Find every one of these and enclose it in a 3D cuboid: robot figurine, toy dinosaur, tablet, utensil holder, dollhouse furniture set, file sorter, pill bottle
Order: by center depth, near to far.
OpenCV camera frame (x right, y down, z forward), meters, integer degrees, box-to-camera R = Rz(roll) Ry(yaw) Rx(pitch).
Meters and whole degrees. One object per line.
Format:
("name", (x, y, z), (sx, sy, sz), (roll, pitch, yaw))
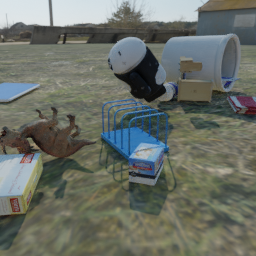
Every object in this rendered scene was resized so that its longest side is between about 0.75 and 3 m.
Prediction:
("toy dinosaur", (-1.733, 0.287, 6.187), (1.910, 1.294, 0.820), (23, -20, -10))
("file sorter", (0.127, -0.054, 6.907), (1.103, 0.975, 1.589), (-10, 22, -26))
("robot figurine", (0.351, -1.976, 9.757), (1.807, 2.405, 1.501), (18, 68, 52))
("pill bottle", (1.549, -1.421, 11.071), (0.654, 0.654, 1.093), (12, 23, 29))
("dollhouse furniture set", (2.677, -2.156, 11.346), (1.273, 1.842, 1.951), (3, 32, 7))
("tablet", (-5.266, -1.567, 12.129), (1.900, 0.199, 2.921), (3, 21, 7))
("utensil holder", (3.347, -3.024, 12.936), (2.888, 2.454, 2.454), (13, 24, 37))

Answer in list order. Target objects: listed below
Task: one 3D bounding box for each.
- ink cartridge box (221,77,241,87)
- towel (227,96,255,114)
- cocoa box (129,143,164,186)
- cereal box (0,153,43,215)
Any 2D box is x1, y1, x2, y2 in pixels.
("ink cartridge box", (3.995, -2.133, 12.682), (1.876, 0.348, 0.888), (11, 23, 38))
("towel", (5.084, -0.858, 10.076), (2.648, 0.301, 1.907), (3, 20, 9))
("cocoa box", (0.375, 0.687, 5.539), (0.525, 0.516, 0.787), (7, 21, 18))
("cereal box", (-2.704, 0.970, 4.905), (2.122, 0.419, 1.527), (-2, 20, -5))
